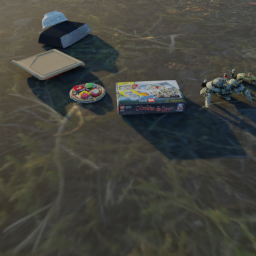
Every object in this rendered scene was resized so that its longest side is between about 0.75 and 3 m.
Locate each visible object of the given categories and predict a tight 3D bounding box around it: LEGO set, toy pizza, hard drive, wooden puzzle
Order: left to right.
[{"bbox_3d":[-3.324,-2.662,11.810,2.130,0.429,2.302,31,43,34],"label":"wooden puzzle"},{"bbox_3d":[-3.252,-4.928,14.520,1.756,0.551,2.604,16,41,19],"label":"hard drive"},{"bbox_3d":[-1.481,-1.335,10.220,1.298,0.206,1.298,0,38,0],"label":"toy pizza"},{"bbox_3d":[3.637,-1.660,10.146,1.861,0.812,2.865,16,41,20],"label":"LEGO set"}]

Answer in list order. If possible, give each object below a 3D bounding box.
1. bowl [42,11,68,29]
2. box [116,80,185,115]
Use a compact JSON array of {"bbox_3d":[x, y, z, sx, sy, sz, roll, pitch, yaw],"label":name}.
[{"bbox_3d":[-4.111,-5.984,15.354,1.476,0.663,1.476,-18,20,7],"label":"bowl"},{"bbox_3d":[0.718,-1.087,9.727,2.217,0.418,1.514,-3,38,-3],"label":"box"}]
